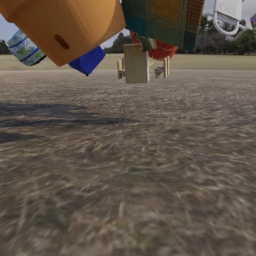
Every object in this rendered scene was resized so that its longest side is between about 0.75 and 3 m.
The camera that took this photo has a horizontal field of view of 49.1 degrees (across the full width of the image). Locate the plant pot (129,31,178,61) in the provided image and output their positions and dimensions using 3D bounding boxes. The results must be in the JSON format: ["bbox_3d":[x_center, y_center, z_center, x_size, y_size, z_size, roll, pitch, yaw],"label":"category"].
[{"bbox_3d":[1.393,-3.837,10.064,2.027,2.027,1.971,-10,-23,-36],"label":"plant pot"}]

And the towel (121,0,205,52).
[{"bbox_3d":[0.720,-2.659,6.443,2.023,1.483,0.219,25,59,20],"label":"towel"}]

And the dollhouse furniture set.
[{"bbox_3d":[0.426,-2.147,8.996,1.608,1.139,1.751,2,19,14],"label":"dollhouse furniture set"}]

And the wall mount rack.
[{"bbox_3d":[2.434,-3.604,8.207,2.102,2.419,0.902,17,-21,-9],"label":"wall mount rack"}]

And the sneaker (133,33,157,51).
[{"bbox_3d":[0.347,-2.625,7.622,0.522,1.163,0.390,-17,23,20],"label":"sneaker"}]

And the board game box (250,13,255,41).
[{"bbox_3d":[4.166,-2.973,8.320,0.448,0.926,0.738,-42,35,-10],"label":"board game box"}]

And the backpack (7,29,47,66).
[{"bbox_3d":[-2.962,-2.912,9.178,1.578,1.935,1.487,14,-14,46],"label":"backpack"}]

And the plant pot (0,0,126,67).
[{"bbox_3d":[-1.326,-2.728,6.426,2.782,1.947,2.782,-27,21,11],"label":"plant pot"}]

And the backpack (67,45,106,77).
[{"bbox_3d":[-1.896,-3.050,11.094,1.284,1.326,1.581,-48,46,-14],"label":"backpack"}]
